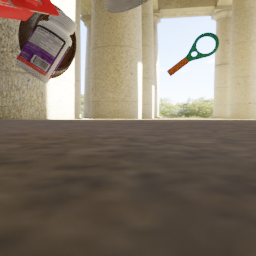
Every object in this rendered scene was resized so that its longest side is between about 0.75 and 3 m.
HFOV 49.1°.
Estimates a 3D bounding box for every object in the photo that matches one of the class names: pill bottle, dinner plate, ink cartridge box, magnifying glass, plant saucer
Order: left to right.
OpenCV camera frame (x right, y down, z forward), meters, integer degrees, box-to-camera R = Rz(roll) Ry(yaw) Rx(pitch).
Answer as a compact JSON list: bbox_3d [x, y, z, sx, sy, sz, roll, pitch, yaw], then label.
[{"bbox_3d":[-2.605,-2.959,5.286,0.847,2.518,1.463,-35,0,25],"label":"ink cartridge box"},{"bbox_3d":[-2.351,-2.412,8.239,1.097,1.970,1.097,31,-3,2],"label":"pill bottle"},{"bbox_3d":[-2.511,-2.900,9.387,0.400,2.495,2.495,11,7,31],"label":"plant saucer"},{"bbox_3d":[0.154,-2.400,4.574,1.365,1.365,0.165,2,-32,34],"label":"dinner plate"},{"bbox_3d":[2.631,-2.974,11.474,2.406,0.958,0.269,-38,-17,11],"label":"magnifying glass"}]
